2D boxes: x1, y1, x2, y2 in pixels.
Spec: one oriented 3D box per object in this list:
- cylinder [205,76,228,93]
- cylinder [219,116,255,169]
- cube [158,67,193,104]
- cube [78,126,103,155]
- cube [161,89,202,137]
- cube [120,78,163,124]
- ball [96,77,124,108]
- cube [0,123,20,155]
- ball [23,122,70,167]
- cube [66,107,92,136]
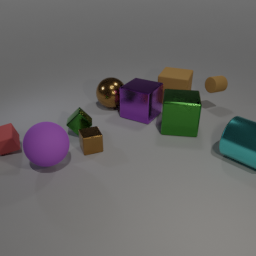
[{"bbox_3d":[3.856,-1.913,12.251,0.700,0.700,0.700,-12,31,-28],"label":"cylinder"},{"bbox_3d":[3.937,0.477,9.079,1.400,1.400,1.400,-26,39,-38],"label":"cylinder"},{"bbox_3d":[2.245,-1.981,13.396,1.400,1.400,1.400,11,32,18],"label":"cube"},{"bbox_3d":[-1.309,0.441,9.877,0.700,0.700,0.700,-11,31,-19],"label":"cube"},{"bbox_3d":[2.062,-0.618,11.037,1.400,1.400,1.400,4,30,7],"label":"cube"},{"bbox_3d":[0.582,-1.202,12.074,1.400,1.400,1.400,16,33,26],"label":"cube"},{"bbox_3d":[-0.760,-1.608,12.795,1.400,1.400,1.400,0,29,0],"label":"ball"},{"bbox_3d":[-4.173,0.379,9.562,0.700,0.700,0.700,-17,52,-6],"label":"cube"},{"bbox_3d":[-2.535,0.499,8.727,1.400,1.400,1.400,0,29,0],"label":"ball"},{"bbox_3d":[-1.859,-0.242,10.756,0.700,0.700,0.700,-42,23,11],"label":"cube"}]
